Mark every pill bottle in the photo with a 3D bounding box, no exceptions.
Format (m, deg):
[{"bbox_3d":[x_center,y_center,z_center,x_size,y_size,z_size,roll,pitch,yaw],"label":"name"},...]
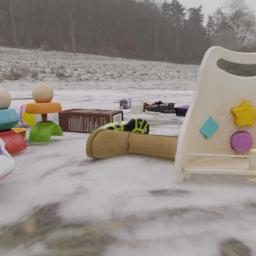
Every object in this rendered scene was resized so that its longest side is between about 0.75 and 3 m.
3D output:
[{"bbox_3d":[-3.499,-0.532,11.209,1.641,0.855,0.855,0,10,-3],"label":"pill bottle"}]

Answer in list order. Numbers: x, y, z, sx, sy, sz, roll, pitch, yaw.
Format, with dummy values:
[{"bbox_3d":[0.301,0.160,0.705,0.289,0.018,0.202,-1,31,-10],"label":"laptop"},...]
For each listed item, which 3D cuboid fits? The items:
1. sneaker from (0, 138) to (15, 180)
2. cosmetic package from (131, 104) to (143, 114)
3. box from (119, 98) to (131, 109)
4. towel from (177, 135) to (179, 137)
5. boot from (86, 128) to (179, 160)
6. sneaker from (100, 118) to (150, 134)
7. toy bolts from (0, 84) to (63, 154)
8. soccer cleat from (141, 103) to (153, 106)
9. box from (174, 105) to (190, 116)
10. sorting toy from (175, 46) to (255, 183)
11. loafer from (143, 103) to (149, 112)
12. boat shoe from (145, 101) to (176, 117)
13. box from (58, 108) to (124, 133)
[{"bbox_3d":[-2.820,0.211,4.802,1.084,1.191,2.694,-38,25,-25],"label":"sneaker"},{"bbox_3d":[0.504,-1.061,15.440,0.560,0.473,1.083,3,10,12],"label":"cosmetic package"},{"bbox_3d":[-0.163,-1.551,17.776,0.558,0.643,0.973,2,10,13],"label":"box"},{"bbox_3d":[2.039,0.433,7.500,2.032,0.220,1.490,5,10,30],"label":"towel"},{"bbox_3d":[0.343,0.391,6.421,2.073,0.686,1.815,6,12,28],"label":"boot"},{"bbox_3d":[-0.159,0.036,8.413,1.853,0.699,0.708,-5,12,-34],"label":"sneaker"},{"bbox_3d":[-3.142,-0.345,7.601,2.197,1.595,2.300,-1,10,16],"label":"toy bolts"},{"bbox_3d":[1.266,-1.370,17.707,1.263,0.421,0.483,-7,-13,-21],"label":"soccer cleat"},{"bbox_3d":[3.862,-0.891,14.500,1.872,0.473,2.619,9,14,39],"label":"box"},{"bbox_3d":[2.230,-0.279,5.142,2.681,2.414,1.432,2,10,7],"label":"sorting toy"},{"bbox_3d":[1.135,-1.242,16.455,0.495,0.481,1.355,1,10,3],"label":"loafer"},{"bbox_3d":[1.662,-1.064,14.646,0.902,0.737,2.443,-4,10,-21],"label":"boat shoe"},{"bbox_3d":[-1.316,-0.258,9.934,2.087,0.782,1.045,6,12,22],"label":"box"}]
